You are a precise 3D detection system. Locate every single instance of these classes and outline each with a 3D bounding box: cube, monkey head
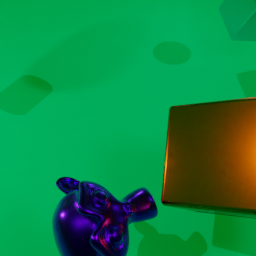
[{"bbox_3d":[1.370,0.478,3.788,1.329,1.329,1.329,-4,70,34],"label":"cube"},{"bbox_3d":[-0.300,1.209,3.550,1.216,1.018,1.690,-10,64,-37],"label":"monkey head"},{"bbox_3d":[2.670,-2.502,5.876,0.948,0.948,0.948,-4,66,-17],"label":"cube"}]
